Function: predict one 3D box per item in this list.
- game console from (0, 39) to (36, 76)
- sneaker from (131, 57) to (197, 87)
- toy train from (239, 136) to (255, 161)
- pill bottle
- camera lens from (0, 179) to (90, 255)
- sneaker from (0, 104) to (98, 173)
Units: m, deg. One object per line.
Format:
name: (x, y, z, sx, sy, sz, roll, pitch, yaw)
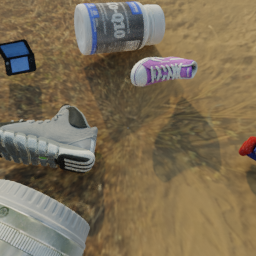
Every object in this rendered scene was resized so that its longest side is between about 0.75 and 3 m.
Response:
game console: (-3.318, -2.069, 8.315, 0.952, 0.554, 0.837, -10, 87, 4)
sneaker: (1.050, -1.516, 7.358, 1.936, 0.701, 1.104, -25, 30, -33)
toy train: (3.151, 0.148, 5.761, 1.005, 2.375, 1.374, 32, 91, 18)
pill bottle: (-0.255, -3.170, 8.830, 2.603, 1.481, 1.481, -12, 55, -19)
camera lens: (-2.015, 2.417, 4.419, 2.083, 2.083, 2.604, 18, 59, 13)
sneaker: (-2.101, 0.036, 6.901, 2.856, 1.071, 1.649, 15, 54, -6)
